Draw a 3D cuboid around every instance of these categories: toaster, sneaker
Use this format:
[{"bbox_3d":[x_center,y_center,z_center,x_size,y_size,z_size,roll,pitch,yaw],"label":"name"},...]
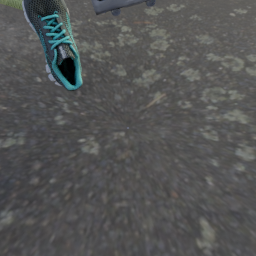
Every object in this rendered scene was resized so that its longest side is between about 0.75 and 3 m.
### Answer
[{"bbox_3d":[-0.095,-4.639,7.732,2.336,2.584,1.533,-12,38,5],"label":"toaster"},{"bbox_3d":[-1.239,-1.585,5.092,0.812,2.092,0.954,-26,40,-14],"label":"sneaker"}]

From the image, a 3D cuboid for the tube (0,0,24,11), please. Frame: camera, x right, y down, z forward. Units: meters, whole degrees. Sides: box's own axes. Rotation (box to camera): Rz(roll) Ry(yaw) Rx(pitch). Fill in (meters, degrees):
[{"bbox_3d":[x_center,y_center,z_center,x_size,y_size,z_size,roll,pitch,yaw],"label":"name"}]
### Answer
[{"bbox_3d":[-2.619,-3.027,6.241,2.079,0.603,0.540,9,12,-29],"label":"tube"}]
